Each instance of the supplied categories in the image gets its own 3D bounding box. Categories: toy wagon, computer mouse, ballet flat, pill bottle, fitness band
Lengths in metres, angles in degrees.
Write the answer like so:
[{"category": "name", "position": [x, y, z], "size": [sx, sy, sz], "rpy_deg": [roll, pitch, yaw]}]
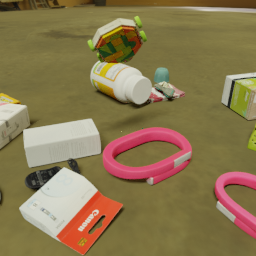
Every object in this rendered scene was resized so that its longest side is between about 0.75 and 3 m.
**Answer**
[{"category": "toy wagon", "position": [-0.193, -2.314, 7.921], "size": [1.495, 1.926, 0.381], "rpy_deg": [-24, 70, 8]}, {"category": "computer mouse", "position": [-1.900, 1.462, 7.461], "size": [1.475, 0.340, 1.036], "rpy_deg": [-20, 51, -27]}, {"category": "ballet flat", "position": [1.703, -1.832, 12.773], "size": [0.535, 0.505, 1.587], "rpy_deg": [20, 17, -26]}, {"category": "pill bottle", "position": [-0.296, -2.020, 12.383], "size": [1.539, 1.539, 2.771], "rpy_deg": [-22, 36, -34]}, {"category": "fitness band", "position": [0.641, 0.766, 8.509], "size": [2.888, 0.540, 2.074], "rpy_deg": [-19, 32, -32]}, {"category": "fitness band", "position": [3.111, 1.818, 6.670], "size": [1.609, 0.419, 2.240], "rpy_deg": [-17, 34, -28]}]

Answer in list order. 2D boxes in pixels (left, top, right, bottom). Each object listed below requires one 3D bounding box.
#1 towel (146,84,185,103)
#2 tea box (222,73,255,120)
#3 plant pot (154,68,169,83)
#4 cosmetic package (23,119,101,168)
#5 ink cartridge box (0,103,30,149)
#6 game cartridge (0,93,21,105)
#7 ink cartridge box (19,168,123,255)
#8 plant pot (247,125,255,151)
[{"category": "towel", "position": [1.496, -1.649, 13.095], "size": [1.948, 0.222, 1.403], "rpy_deg": [-13, 31, -22]}, {"category": "tea box", "position": [5.238, -1.361, 11.474], "size": [1.897, 1.267, 1.866], "rpy_deg": [-9, 31, -17]}, {"category": "plant pot", "position": [1.774, -2.790, 14.695], "size": [0.810, 0.650, 0.810], "rpy_deg": [0, 30, 0]}, {"category": "cosmetic package", "position": [-2.048, 0.432, 8.770], "size": [2.211, 0.819, 1.124], "rpy_deg": [-11, 30, -15]}, {"category": "ink cartridge box", "position": [-4.635, -0.077, 9.595], "size": [1.517, 0.857, 2.071], "rpy_deg": [8, 30, 14]}, {"category": "game cartridge", "position": [-5.643, -1.047, 11.968], "size": [1.601, 0.260, 1.411], "rpy_deg": [23, 36, 33]}, {"category": "ink cartridge box", "position": [-1.296, 1.805, 6.459], "size": [1.867, 0.441, 1.494], "rpy_deg": [17, 42, 30]}, {"category": "plant pot", "position": [4.570, 0.178, 9.054], "size": [1.056, 0.958, 1.051], "rpy_deg": [17, 33, 26]}]
